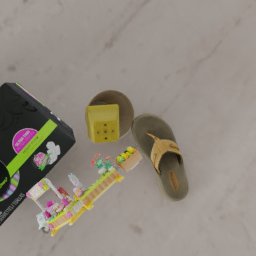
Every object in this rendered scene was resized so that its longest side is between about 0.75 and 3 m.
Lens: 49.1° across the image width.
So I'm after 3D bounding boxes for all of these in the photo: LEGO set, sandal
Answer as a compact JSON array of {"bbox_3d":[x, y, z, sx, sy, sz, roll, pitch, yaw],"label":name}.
[{"bbox_3d":[-0.740,0.791,3.962,1.909,0.878,0.711,-40,91,15],"label":"LEGO set"},{"bbox_3d":[1.019,0.837,7.733,1.100,0.740,2.739,-24,96,-7],"label":"sandal"}]

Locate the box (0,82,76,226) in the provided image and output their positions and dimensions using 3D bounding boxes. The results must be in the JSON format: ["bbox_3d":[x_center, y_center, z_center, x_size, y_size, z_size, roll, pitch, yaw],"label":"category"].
[{"bbox_3d":[-3.076,0.576,7.120,2.151,1.800,2.896,42,88,-16],"label":"box"}]

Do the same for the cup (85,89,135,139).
[{"bbox_3d":[-0.635,-0.397,7.999,1.410,1.008,1.410,-3,98,-22],"label":"cup"}]

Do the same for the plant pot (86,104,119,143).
[{"bbox_3d":[-0.592,-0.053,6.922,0.836,0.737,0.836,-4,114,-8],"label":"plant pot"}]
